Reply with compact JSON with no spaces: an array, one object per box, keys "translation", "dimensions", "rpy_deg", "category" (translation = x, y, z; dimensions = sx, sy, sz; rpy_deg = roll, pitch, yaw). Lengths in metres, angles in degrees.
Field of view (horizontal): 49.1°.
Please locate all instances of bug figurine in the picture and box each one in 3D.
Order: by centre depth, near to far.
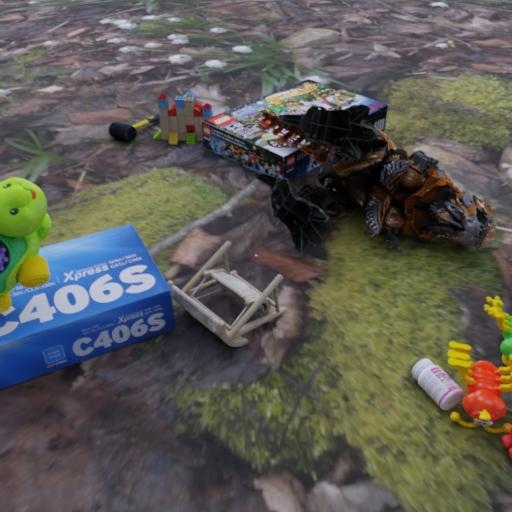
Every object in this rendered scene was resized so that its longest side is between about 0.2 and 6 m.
[{"translation":[4.802,1.885,8.414],"dimensions":[3.705,0.953,2.873],"rpy_deg":[11,33,20],"category":"bug figurine"}]

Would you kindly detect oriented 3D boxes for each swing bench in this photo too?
[{"translation":[-0.506,0.740,9.883],"dimensions":[1.486,0.964,1.479],"rpy_deg":[-37,50,-25],"category":"swing bench"}]

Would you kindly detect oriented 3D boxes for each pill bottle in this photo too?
[{"translation":[2.796,1.980,8.691],"dimensions":[0.427,0.427,0.754],"rpy_deg":[-18,41,-21],"category":"pill bottle"}]

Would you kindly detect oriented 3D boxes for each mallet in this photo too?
[{"translation":[-3.354,-3.910,16.411],"dimensions":[0.762,0.476,2.312],"rpy_deg":[14,35,23],"category":"mallet"}]

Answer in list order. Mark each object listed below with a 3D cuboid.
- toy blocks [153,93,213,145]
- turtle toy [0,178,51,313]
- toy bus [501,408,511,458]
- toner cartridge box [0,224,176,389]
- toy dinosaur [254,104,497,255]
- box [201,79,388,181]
[{"translation":[-1.934,-3.911,15.603],"dimensions":[1.918,1.311,0.959],"rpy_deg":[2,38,2],"category":"toy blocks"},{"translation":[-3.879,-0.281,8.237],"dimensions":[1.225,2.424,1.766],"rpy_deg":[11,52,-61],"category":"turtle toy"},{"translation":[4.162,2.316,7.954],"dimensions":[1.444,1.021,1.504],"rpy_deg":[-16,35,5],"category":"toy bus"},{"translation":[-3.943,0.976,9.516],"dimensions":[4.643,1.002,2.205],"rpy_deg":[-18,41,-22],"category":"toner cartridge box"},{"translation":[2.162,-1.683,12.228],"dimensions":[5.730,2.927,3.889],"rpy_deg":[13,15,38],"category":"toy dinosaur"},{"translation":[1.130,-3.627,15.624],"dimensions":[3.025,0.835,4.430],"rpy_deg":[31,47,34],"category":"box"}]
